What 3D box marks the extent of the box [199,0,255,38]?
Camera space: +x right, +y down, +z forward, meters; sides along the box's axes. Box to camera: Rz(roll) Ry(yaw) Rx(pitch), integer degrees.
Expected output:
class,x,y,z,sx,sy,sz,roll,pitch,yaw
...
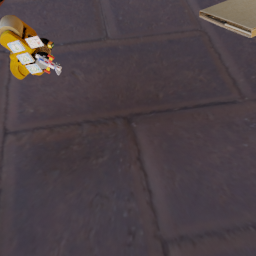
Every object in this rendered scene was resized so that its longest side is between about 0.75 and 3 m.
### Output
class,x,y,z,sx,sy,sz,roll,pitch,yaw
box,2.422,-2.256,5.365,1.615,0.172,1.320,-26,44,-17

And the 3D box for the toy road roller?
class,x,y,z,sx,sy,sz,roll,pitch,yaw
toy road roller,-2.574,-1.823,6.713,1.054,1.444,0.887,-34,43,21

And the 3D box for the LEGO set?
class,x,y,z,sx,sy,sz,roll,pitch,yaw
LEGO set,-1.612,-1.241,4.958,0.952,0.711,0.234,-2,49,28

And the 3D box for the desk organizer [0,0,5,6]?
class,x,y,z,sx,sy,sz,roll,pitch,yaw
desk organizer,-3.179,-3.018,6.115,2.263,0.812,0.871,6,51,54
